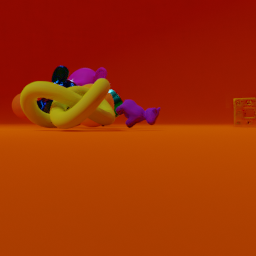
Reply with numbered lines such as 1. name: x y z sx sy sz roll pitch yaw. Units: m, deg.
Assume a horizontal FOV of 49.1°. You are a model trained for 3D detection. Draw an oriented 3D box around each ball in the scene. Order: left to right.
1. ball: -3.336 -0.725 9.143 0.844 0.844 0.844 0 1 0
2. ball: -0.759 -0.476 5.978 0.921 0.921 0.921 0 1 0

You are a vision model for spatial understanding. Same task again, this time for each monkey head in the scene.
1. monkey head: -1.766 -0.694 6.786 1.307 1.095 1.817 16 -28 3
2. monkey head: -1.336 -1.147 8.819 1.147 1.369 1.903 -41 13 -38

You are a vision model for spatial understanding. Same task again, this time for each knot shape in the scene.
1. knot shape: -0.765 -0.349 4.180 1.491 0.689 1.395 -4 3 -28

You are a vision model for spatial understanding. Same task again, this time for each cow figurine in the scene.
1. cow figurine: 0.272 -0.386 6.756 0.892 0.906 0.498 -38 -9 -1

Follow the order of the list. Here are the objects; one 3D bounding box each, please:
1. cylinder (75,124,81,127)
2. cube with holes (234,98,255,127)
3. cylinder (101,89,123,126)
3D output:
1. cylinder: -1.907 -0.604 9.588 0.839 0.839 0.839 -13 37 10
2. cube with holes: 3.990 -0.488 9.148 0.909 0.909 0.909 0 1 27
3. cylinder: -0.858 -0.807 11.203 1.105 1.105 1.105 -35 13 -17
